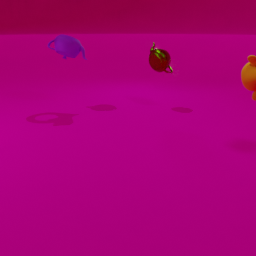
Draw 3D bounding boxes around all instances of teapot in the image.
[{"bbox_3d":[1.056,-2.280,9.191,0.606,1.238,0.770,-31,-7,-31],"label":"teapot"},{"bbox_3d":[-1.956,-2.607,9.217,1.465,0.717,0.911,16,1,7],"label":"teapot"}]

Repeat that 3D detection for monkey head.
[{"bbox_3d":[2.867,-1.155,6.075,0.746,1.037,0.625,-2,29,32],"label":"monkey head"}]
